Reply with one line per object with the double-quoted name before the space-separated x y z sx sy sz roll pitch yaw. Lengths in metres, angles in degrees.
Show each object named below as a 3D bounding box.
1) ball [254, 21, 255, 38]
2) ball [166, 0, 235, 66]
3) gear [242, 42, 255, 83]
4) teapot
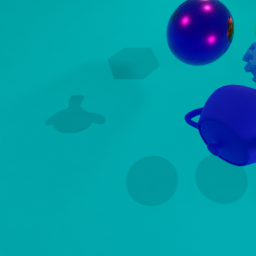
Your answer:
"ball" 2.746 -1.736 4.728 1.116 1.116 1.116 0 51 0
"ball" 1.208 -1.618 4.741 1.117 1.117 1.117 0 51 0
"gear" 3.351 -1.443 6.449 1.365 0.253 1.365 5 60 -8
"teapot" 1.255 0.042 3.190 0.774 0.983 1.581 -39 34 -16
